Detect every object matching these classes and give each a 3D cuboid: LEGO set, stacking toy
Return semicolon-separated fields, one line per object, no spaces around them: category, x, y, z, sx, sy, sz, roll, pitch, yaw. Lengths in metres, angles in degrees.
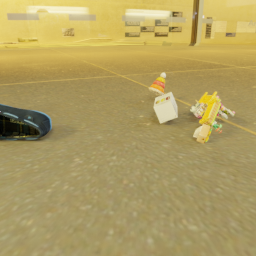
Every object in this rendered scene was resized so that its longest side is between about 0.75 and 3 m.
LEGO set;2.637;-0.314;8.505;0.961;1.188;2.582;37;24;-9
stacking toy;1.300;-1.818;11.324;0.665;0.910;0.665;25;-1;0

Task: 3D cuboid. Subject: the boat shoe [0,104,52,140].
boat shoe;-3.572;-0.190;7.751;2.736;1.151;0.939;-2;22;0

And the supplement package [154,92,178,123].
supplement package;1.244;-0.681;9.152;0.614;0.591;1.079;-20;17;16
